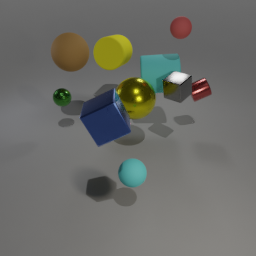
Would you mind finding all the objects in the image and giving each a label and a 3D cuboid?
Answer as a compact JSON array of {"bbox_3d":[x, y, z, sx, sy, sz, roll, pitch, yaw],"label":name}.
[{"bbox_3d":[-2.131,-2.794,10.351,1.400,1.400,1.400,0,32,0],"label":"ball"},{"bbox_3d":[-0.411,-0.207,5.322,0.700,0.700,0.700,-24,27,10],"label":"cube"},{"bbox_3d":[1.712,-3.247,9.069,0.700,0.700,0.700,0,32,0],"label":"ball"},{"bbox_3d":[-2.492,-1.157,10.603,0.700,0.700,0.700,0,32,0],"label":"ball"},{"bbox_3d":[2.688,-1.436,10.556,0.700,0.700,0.700,-24,31,10],"label":"cylinder"},{"bbox_3d":[0.106,1.099,6.852,0.700,0.700,0.700,0,32,0],"label":"ball"},{"bbox_3d":[1.644,-1.364,9.298,0.700,0.700,0.700,24,49,36],"label":"cube"},{"bbox_3d":[-0.643,-3.384,12.475,1.400,1.400,1.400,9,23,14],"label":"cylinder"},{"bbox_3d":[0.230,-0.981,9.303,1.400,1.400,1.400,0,32,0],"label":"ball"},{"bbox_3d":[1.179,-2.018,10.455,1.400,1.400,1.400,-3,32,3],"label":"cylinder"}]
